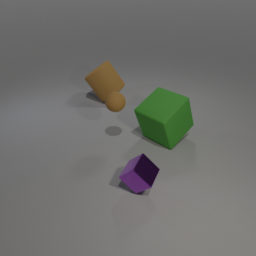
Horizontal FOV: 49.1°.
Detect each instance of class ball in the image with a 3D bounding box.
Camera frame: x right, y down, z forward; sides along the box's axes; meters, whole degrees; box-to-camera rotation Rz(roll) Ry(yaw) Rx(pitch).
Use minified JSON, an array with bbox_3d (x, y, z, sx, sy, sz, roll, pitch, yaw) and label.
[{"bbox_3d":[-0.428,-0.887,9.542,0.700,0.700,0.700,0,29,0],"label":"ball"}]

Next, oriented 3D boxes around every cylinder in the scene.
[{"bbox_3d":[-1.090,-2.203,13.203,1.400,1.400,1.400,-34,16,11],"label":"cylinder"}]

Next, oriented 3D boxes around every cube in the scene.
[{"bbox_3d":[1.315,-0.372,10.054,1.400,1.400,1.400,27,62,39],"label":"cube"},{"bbox_3d":[0.322,1.266,7.792,0.700,0.700,0.700,-34,17,46],"label":"cube"}]
